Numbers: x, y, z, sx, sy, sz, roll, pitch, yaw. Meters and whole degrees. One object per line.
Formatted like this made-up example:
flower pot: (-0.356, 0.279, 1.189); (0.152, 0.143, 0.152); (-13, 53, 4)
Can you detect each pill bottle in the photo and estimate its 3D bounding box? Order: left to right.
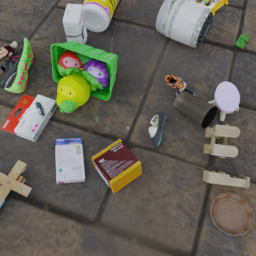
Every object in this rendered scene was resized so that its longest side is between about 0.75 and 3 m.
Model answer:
pill bottle: (-1.334, -6.355, 14.145); (1.516, 1.516, 2.908); (12, 61, 7)

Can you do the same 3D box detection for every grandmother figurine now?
grandmother figurine: (-5.743, -3.664, 13.270); (0.757, 0.378, 1.248); (41, 70, 11)

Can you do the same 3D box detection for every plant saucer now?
plant saucer: (3.488, 2.928, 9.509); (1.429, 0.261, 1.429); (0, 60, -1)

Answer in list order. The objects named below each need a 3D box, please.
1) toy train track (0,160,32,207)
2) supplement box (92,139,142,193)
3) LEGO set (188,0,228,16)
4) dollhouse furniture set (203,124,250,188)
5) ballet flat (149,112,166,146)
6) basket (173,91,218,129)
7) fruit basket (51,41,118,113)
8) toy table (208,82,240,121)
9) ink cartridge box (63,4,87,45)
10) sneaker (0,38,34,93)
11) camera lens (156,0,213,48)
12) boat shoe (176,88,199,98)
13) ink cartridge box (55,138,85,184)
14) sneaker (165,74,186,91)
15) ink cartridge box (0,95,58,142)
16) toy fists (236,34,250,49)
toy train track: (-4.406, 2.466, 9.717); (1.626, 0.461, 2.835); (25, 68, 6)
supplement box: (-0.390, 1.344, 9.987); (1.264, 0.851, 1.282); (-33, 59, -17)
LEGO set: (3.969, -6.605, 14.481); (2.984, 1.373, 1.111); (-25, 54, -10)
dollhouse furniture set: (3.497, 0.939, 9.836); (1.367, 1.803, 2.057); (7, 87, 5)
ballet flat: (1.092, -0.011, 11.021); (0.572, 0.572, 1.567); (13, 56, 7)
basket: (2.639, -0.781, 11.182); (1.487, 1.341, 1.011); (36, 97, 27)
fruit basket: (-2.022, -2.060, 11.517); (2.990, 2.157, 2.990); (5, 43, -5)
toy table: (3.933, -1.055, 11.455); (1.375, 0.876, 1.496); (18, 61, 11)
ink cartridge box: (-2.413, -4.613, 13.002); (0.731, 1.745, 1.266); (3, 60, 2)
sneaker: (-4.984, -2.899, 12.389); (1.227, 1.124, 2.928); (4, 59, -2)
camera lens: (2.678, -4.972, 13.157); (2.259, 1.807, 1.807); (27, 64, 14)
boat shoe: (2.652, -1.295, 11.843); (1.396, 0.438, 0.507); (36, 66, 19)
ink cartridge box: (-2.165, 1.187, 10.398); (1.010, 0.355, 1.692); (-3, 62, -13)
sneaker: (1.811, -1.964, 11.450); (0.747, 1.333, 0.517); (27, 99, -23)
ink cartridge box: (-4.057, -0.551, 11.437); (1.655, 0.415, 1.907); (19, 62, 9)
toy fists: (5.557, -4.230, 13.621); (0.457, 0.309, 0.897); (29, 65, 16)
